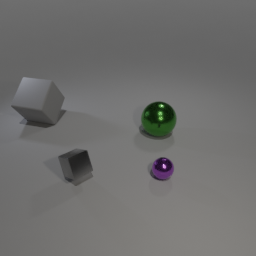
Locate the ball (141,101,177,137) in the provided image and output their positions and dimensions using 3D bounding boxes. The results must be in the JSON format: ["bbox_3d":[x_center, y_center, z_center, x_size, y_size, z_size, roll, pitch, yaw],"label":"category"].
[{"bbox_3d":[1.212,-0.350,11.033,1.400,1.400,1.400,0,30,0],"label":"ball"}]

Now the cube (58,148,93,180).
[{"bbox_3d":[-1.622,1.103,8.673,0.700,0.700,0.700,-24,16,-36],"label":"cube"}]

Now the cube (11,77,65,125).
[{"bbox_3d":[-3.729,-1.114,11.777,1.400,1.400,1.400,8,68,14],"label":"cube"}]

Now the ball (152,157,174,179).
[{"bbox_3d":[1.110,1.276,8.886,0.700,0.700,0.700,0,30,0],"label":"ball"}]
